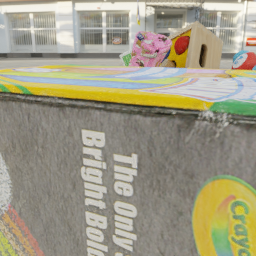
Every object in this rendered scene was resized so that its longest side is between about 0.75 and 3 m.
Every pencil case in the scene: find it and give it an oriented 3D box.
[{"bbox_3d":[0.359,-1.344,7.441,0.966,2.333,1.009,35,39,21],"label":"pencil case"}]

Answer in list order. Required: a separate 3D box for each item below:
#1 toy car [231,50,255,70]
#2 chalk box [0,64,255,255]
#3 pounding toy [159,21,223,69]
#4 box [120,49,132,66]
[{"bbox_3d":[3.152,-1.281,8.652,2.040,1.805,1.881,-12,27,5],"label":"toy car"},{"bbox_3d":[0.300,0.476,1.789,2.647,1.647,1.638,8,18,23],"label":"chalk box"},{"bbox_3d":[1.587,-1.775,8.513,1.714,2.411,2.220,23,-19,-30],"label":"pounding toy"},{"bbox_3d":[0.975,-2.719,12.188,1.564,1.817,1.826,-14,12,38],"label":"box"}]
